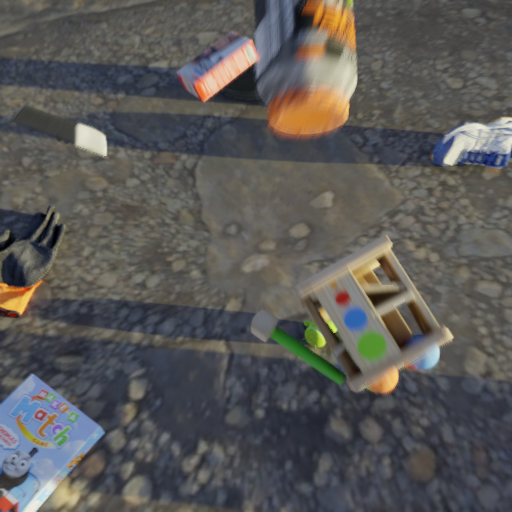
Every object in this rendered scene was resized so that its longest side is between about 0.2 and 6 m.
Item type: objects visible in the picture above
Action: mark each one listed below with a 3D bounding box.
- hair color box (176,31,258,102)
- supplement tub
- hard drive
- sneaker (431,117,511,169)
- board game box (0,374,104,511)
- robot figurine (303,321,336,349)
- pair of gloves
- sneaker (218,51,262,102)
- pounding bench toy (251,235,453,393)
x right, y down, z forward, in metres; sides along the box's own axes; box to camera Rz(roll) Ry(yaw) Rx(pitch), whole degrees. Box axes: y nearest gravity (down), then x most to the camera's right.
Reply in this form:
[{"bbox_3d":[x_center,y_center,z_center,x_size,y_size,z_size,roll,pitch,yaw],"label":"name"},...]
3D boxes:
[{"bbox_3d":[-0.574,-2.808,8.264,1.068,0.341,0.592,-40,48,-9],"label":"hair color box"},{"bbox_3d":[0.904,-3.943,10.424,1.842,1.842,3.006,-2,81,-1],"label":"supplement tub"},{"bbox_3d":[-3.257,-2.117,9.554,1.226,1.818,0.385,20,94,-2],"label":"hard drive"},{"bbox_3d":[5.056,-2.382,12.373,2.359,0.888,1.040,-19,55,-13],"label":"sneaker"},{"bbox_3d":[-3.649,3.053,8.560,1.577,0.381,2.084,29,57,21],"label":"board game box"},{"bbox_3d":[1.144,1.310,9.868,0.626,0.413,0.714,34,60,23],"label":"robot figurine"},{"bbox_3d":[-5.351,-0.097,10.975,2.939,0.363,2.618,7,53,4],"label":"pair of gloves"},{"bbox_3d":[0.522,-4.684,13.678,3.548,1.610,1.347,5,55,5],"label":"sneaker"},{"bbox_3d":[1.201,1.100,7.529,2.176,1.352,1.698,-29,76,0],"label":"pounding bench toy"}]
